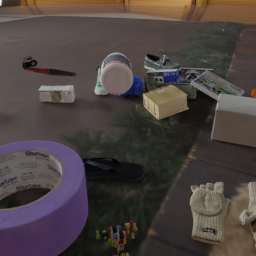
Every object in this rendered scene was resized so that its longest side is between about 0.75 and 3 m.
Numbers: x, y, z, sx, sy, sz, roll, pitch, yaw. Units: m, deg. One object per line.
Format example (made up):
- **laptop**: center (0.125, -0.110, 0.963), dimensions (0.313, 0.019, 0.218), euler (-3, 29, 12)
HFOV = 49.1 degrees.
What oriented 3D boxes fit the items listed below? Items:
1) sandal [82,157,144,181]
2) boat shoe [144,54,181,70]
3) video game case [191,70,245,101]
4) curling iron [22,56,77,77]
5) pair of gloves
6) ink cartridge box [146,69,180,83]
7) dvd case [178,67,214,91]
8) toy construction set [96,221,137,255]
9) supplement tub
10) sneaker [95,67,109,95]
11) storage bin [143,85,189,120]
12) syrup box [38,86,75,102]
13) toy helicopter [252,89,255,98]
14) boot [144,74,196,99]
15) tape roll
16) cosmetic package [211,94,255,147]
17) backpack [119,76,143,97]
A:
- **sandal**: center (-0.572, 1.062, 7.947), dimensions (2.050, 0.439, 0.780), euler (2, 30, 4)
- **boat shoe**: center (1.827, -3.597, 15.463), dimensions (0.926, 0.786, 2.544), euler (-26, 32, -31)
- **video game case**: center (4.031, -1.788, 12.521), dimensions (2.015, 0.222, 1.837), euler (35, 41, 17)
- **curling iron**: center (-3.125, -2.327, 10.980), dimensions (2.333, 0.578, 0.298), euler (16, 12, 11)
- **pair of gloves**: center (2.530, 1.969, 6.459), dimensions (2.168, 0.380, 1.844), euler (2, 34, 8)
- **ink cartridge box**: center (1.678, -2.401, 13.363), dimensions (1.529, 0.719, 0.338), euler (4, 32, 32)
- **dvd case**: center (3.289, -2.568, 14.437), dimensions (2.210, 0.237, 2.972), euler (5, 31, 12)
- **toy construction set**: center (-0.128, 2.356, 5.786), dimensions (0.808, 0.621, 0.674), euler (-5, -5, -44)
- **supplement tub**: center (-0.369, -1.824, 9.192), dimensions (1.034, 1.034, 1.473), euler (-1, 31, -2)
- **sneaker**: center (-1.226, -2.264, 13.110), dimensions (0.656, 1.051, 1.782), euler (0, 31, -3)
- **storage bin**: center (1.483, -1.098, 11.316), dimensions (1.367, 0.641, 1.357), euler (-20, 34, -15)
- **syrup box**: center (-3.092, -1.489, 12.237), dimensions (1.455, 0.573, 0.592), euler (-1, 30, -1)
- **toy helicopter**: center (5.327, -0.553, 10.344), dimensions (2.333, 0.920, 1.543), euler (28, 43, 36)
- **boot**: center (1.865, -1.907, 12.777), dimensions (2.133, 0.774, 1.939), euler (-9, 44, -1)
- **tape roll**: center (-2.388, 1.547, 6.324), dimensions (2.900, 1.232, 2.900), euler (-1, 30, 0)
- **cosmetic package**: center (4.367, -0.187, 9.345), dimensions (2.916, 1.315, 1.558), euler (9, 30, 21)
- **backpack**: center (0.139, -1.814, 12.512), dimensions (1.120, 0.910, 0.940), euler (-3, 27, -22)
